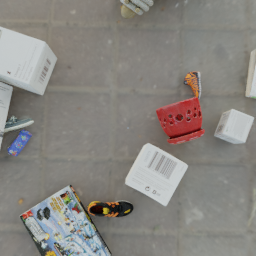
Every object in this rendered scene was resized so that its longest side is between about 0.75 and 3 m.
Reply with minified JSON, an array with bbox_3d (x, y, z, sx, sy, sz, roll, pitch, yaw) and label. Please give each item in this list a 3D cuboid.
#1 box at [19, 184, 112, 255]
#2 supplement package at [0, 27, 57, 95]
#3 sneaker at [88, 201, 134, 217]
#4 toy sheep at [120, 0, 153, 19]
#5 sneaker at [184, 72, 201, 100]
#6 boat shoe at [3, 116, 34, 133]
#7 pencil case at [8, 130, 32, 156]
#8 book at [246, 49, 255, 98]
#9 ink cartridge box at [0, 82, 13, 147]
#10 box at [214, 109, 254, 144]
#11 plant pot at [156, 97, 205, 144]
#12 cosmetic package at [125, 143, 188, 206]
[{"bbox_3d":[-2.063,3.591,9.351,1.905,0.555,2.782,-31,85,-3],"label":"box"},{"bbox_3d":[-4.012,-2.345,9.426,2.602,1.526,1.521,19,85,2],"label":"supplement package"},{"bbox_3d":[-0.587,2.749,9.363,1.549,0.697,0.542,1,85,0],"label":"sneaker"},{"bbox_3d":[0.387,-4.540,9.410,1.300,1.300,1.885,41,109,3],"label":"toy sheep"},{"bbox_3d":[2.272,-1.496,9.956,0.583,0.404,1.041,-1,74,4],"label":"sneaker"},{"bbox_3d":[-4.066,-0.170,9.710,1.561,0.568,0.482,-15,89,4],"label":"boat shoe"},{"bbox_3d":[-3.776,0.518,9.726,0.423,0.380,0.975,37,84,-20],"label":"pencil case"},{"bbox_3d":[5.603,-1.710,9.896,2.593,0.623,1.732,10,88,-1],"label":"book"},{"bbox_3d":[-5.230,-0.180,9.108,2.102,1.220,2.913,8,84,19],"label":"ink cartridge box"},{"bbox_3d":[3.575,-0.032,9.501,0.807,0.937,0.942,23,85,2],"label":"box"},{"bbox_3d":[1.790,-0.216,9.279,1.440,1.440,1.311,-18,88,-2],"label":"plant pot"},{"bbox_3d":[0.839,1.433,8.973,1.402,1.701,1.403,29,85,3],"label":"cosmetic package"}]
